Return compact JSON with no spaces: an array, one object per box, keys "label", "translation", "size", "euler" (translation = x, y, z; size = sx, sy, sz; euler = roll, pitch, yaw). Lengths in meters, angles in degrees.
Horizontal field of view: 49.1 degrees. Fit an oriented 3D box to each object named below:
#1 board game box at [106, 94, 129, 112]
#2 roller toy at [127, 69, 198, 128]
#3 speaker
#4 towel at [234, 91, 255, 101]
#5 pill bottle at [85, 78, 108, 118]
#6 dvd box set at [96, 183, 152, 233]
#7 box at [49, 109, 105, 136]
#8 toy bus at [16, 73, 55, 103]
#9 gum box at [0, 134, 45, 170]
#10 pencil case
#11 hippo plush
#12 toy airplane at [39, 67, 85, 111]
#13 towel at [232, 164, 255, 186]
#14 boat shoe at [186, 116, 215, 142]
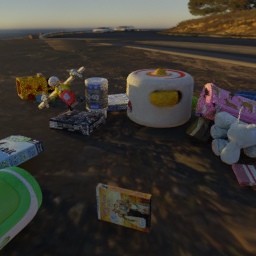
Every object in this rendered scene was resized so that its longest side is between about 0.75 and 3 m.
[{"label":"board game box","translation":[-0.492,-1.046,11.408],"size":[1.428,0.310,1.421],"euler":[-8,24,-20]},{"label":"roller toy","translation":[1.082,-1.177,9.795],"size":[2.305,1.765,2.526],"euler":[17,27,35]},{"label":"speaker","translation":[-2.407,1.541,4.004],"size":[1.123,1.123,2.540],"euler":[9,24,21]},{"label":"towel","translation":[4.671,-1.100,11.296],"size":[1.147,0.499,2.055],"euler":[12,25,29]},{"label":"pill bottle","translation":[-1.104,-1.035,9.950],"size":[0.790,1.389,0.790],"euler":[0,21,0]},{"label":"dvd box set","translation":[-0.076,1.384,4.878],"size":[0.981,0.718,0.144],"euler":[9,24,20]},{"label":"box","translation":[-1.670,-0.232,9.315],"size":[1.490,0.371,1.175],"euler":[8,23,20]},{"label":"toy bus","translation":[-3.988,-1.924,12.620],"size":[1.891,1.035,2.004],"euler":[5,23,11]},{"label":"gum box","translation":[-3.047,0.648,6.936],"size":[1.226,0.321,1.443],"euler":[8,28,36]},{"label":"pencil case","translation":[3.249,-0.417,7.994],"size":[2.557,1.059,1.106],"euler":[18,59,-7]},{"label":"hippo plush","translation":[3.000,0.117,7.139],"size":[1.289,1.604,1.277],"euler":[1,43,-20]},{"label":"toy airplane","translation":[-2.288,-1.398,9.601],"size":[1.577,1.118,1.584],"euler":[-5,57,32]},{"label":"towel","translation":[3.079,1.104,6.357],"size":[1.247,0.142,0.899],"euler":[5,20,7]},{"label":"boat shoe","translation":[2.555,-0.263,8.852],"size":[0.724,0.787,2.202],"euler":[44,44,4]}]
